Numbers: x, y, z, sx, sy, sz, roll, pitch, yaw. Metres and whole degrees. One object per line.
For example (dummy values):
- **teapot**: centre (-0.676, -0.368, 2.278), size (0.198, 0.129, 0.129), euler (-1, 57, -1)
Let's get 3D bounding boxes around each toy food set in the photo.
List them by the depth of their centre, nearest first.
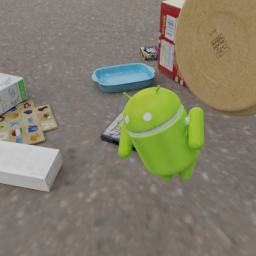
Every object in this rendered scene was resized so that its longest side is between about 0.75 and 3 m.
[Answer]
- **toy food set**: centre (1.709, -1.423, 4.640), size (0.610, 2.506, 2.481), euler (-20, 67, -28)

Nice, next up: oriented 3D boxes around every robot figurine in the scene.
- **robot figurine**: centre (0.440, 0.067, 3.672), size (1.195, 1.362, 0.788), euler (-9, 32, 35)

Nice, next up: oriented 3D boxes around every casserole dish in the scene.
- **casserole dish**: centre (-0.127, -1.601, 9.017), size (2.060, 0.400, 1.248), euler (-12, 40, -13)

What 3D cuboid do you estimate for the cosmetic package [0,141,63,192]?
- **cosmetic package**: centre (-2.455, 0.751, 5.894), size (1.935, 0.490, 0.799), euler (8, 42, 8)

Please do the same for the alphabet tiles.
- **alphabet tiles**: centre (-3.116, -0.041, 7.288), size (2.351, 0.074, 1.957), euler (-16, 40, -19)

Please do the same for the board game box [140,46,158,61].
- **board game box**: centre (0.866, -2.879, 10.772), size (0.679, 0.233, 0.822), euler (-6, 39, -6)

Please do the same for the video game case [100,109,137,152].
- **video game case**: centre (0.263, 0.001, 7.139), size (1.360, 0.192, 1.505), euler (18, 42, 20)

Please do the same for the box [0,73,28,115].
- **box**: centre (-3.890, -0.989, 7.941), size (1.452, 0.702, 1.281), euler (14, 36, 20)

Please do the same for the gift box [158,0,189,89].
- **gift box**: centre (2.634, -3.009, 8.953), size (2.747, 2.714, 2.942), euler (-23, 49, -24)
